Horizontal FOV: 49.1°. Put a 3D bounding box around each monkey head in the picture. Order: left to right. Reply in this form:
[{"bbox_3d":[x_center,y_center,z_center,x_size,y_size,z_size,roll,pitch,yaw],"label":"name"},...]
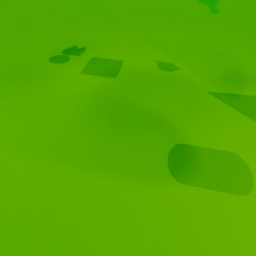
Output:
[{"bbox_3d":[2.534,-3.913,8.226,1.285,0.924,0.774,14,75,40],"label":"monkey head"}]
